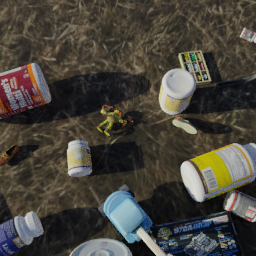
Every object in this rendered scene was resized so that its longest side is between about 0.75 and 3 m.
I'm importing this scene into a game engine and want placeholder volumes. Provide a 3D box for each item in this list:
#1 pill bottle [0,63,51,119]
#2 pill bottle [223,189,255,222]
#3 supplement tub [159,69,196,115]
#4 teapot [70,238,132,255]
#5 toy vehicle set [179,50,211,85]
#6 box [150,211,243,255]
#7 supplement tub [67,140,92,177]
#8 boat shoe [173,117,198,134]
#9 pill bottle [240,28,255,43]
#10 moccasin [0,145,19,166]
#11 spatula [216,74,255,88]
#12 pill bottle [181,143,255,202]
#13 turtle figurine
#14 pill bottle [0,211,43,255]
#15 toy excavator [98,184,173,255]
[{"bbox_3d":[-4.609,-1.290,10.688,2.955,1.619,1.619,-20,69,-8],"label":"pill bottle"},{"bbox_3d":[4.019,2.686,9.479,1.351,0.782,0.782,23,69,10],"label":"pill bottle"},{"bbox_3d":[1.824,-1.317,10.659,1.217,1.674,1.217,0,67,0],"label":"supplement tub"},{"bbox_3d":[-0.833,4.489,8.308,2.148,2.177,1.590,-12,106,-36],"label":"teapot"},{"bbox_3d":[2.839,-2.561,11.975,0.985,0.210,1.585,-9,68,-4],"label":"toy vehicle set"},{"bbox_3d":[2.249,4.020,9.009,2.705,0.622,2.150,-11,68,-4],"label":"box"},{"bbox_3d":[-1.755,1.104,10.111,0.839,0.839,1.155,-7,68,-3],"label":"supplement tub"},{"bbox_3d":[2.235,-0.119,10.751,1.074,0.382,0.336,28,46,36],"label":"boat shoe"},{"bbox_3d":[5.455,-4.121,12.499,0.753,0.436,0.436,29,70,12],"label":"pill bottle"},{"bbox_3d":[-4.467,1.008,10.403,0.961,0.371,0.351,-42,74,-16],"label":"moccasin"},{"bbox_3d":[5.021,-2.066,11.715,2.893,0.297,0.818,-16,63,-6],"label":"spatula"},{"bbox_3d":[3.289,1.432,9.640,2.650,1.448,1.448,-19,69,-8],"label":"pill bottle"},{"bbox_3d":[-0.590,-0.284,10.890,1.435,0.462,1.157,30,71,12],"label":"turtle figurine"},{"bbox_3d":[-3.717,3.475,9.040,1.738,1.005,1.005,-27,70,-11],"label":"pill bottle"},{"bbox_3d":[0.288,3.049,8.480,1.220,2.443,2.375,-39,95,-11],"label":"toy excavator"}]
